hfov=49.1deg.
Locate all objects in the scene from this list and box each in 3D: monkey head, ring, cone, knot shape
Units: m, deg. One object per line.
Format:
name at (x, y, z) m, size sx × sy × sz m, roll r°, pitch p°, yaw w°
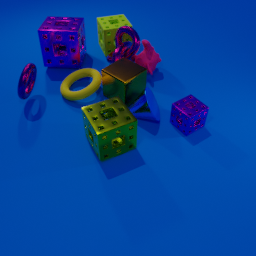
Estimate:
monkey head at (0.613, -2.539, 10.132) m, size 0.912 × 1.089 × 1.514 m, roll -41°, pitch 43°, yaw -1°
ring at (-3.165, -1.467, 8.818) m, size 0.238 × 1.190 × 1.190 m, roll 17°, pitch 46°, yaw -7°
ring at (-1.589, -1.489, 9.457) m, size 1.478 × 0.296 × 1.478 m, roll -11°, pitch 47°, yaw 12°
cone at (0.282, -0.567, 8.627) m, size 1.084 × 1.080 × 1.080 m, roll -19°, pitch 42°, yaw 21°
knot shape at (-0.156, -2.824, 10.029) m, size 0.807 × 1.635 × 1.747 m, roll 14°, pitch 39°, yaw -18°

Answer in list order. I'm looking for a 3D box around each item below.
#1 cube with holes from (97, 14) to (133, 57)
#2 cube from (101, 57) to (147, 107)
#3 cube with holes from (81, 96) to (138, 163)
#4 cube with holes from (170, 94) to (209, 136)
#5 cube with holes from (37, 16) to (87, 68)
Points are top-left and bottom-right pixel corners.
cube with holes at (-0.541, -3.745, 11.311) m, size 1.130 × 1.130 × 1.130 m, roll -13°, pitch 47°, yaw -13°
cube at (-0.120, -1.488, 9.160) m, size 1.055 × 1.055 × 1.055 m, roll 33°, pitch 54°, yaw 28°
cube with holes at (-0.498, 0.021, 7.637) m, size 1.111 × 1.111 × 1.111 m, roll -20°, pitch 49°, yaw -19°
cube with holes at (1.793, -0.383, 8.284) m, size 0.754 × 0.754 × 0.754 m, roll -27°, pitch 51°, yaw -23°
cube with holes at (-2.391, -3.224, 10.497) m, size 1.390 × 1.390 × 1.390 m, roll 2°, pitch 40°, yaw 0°
